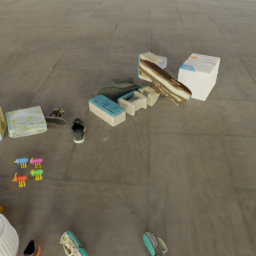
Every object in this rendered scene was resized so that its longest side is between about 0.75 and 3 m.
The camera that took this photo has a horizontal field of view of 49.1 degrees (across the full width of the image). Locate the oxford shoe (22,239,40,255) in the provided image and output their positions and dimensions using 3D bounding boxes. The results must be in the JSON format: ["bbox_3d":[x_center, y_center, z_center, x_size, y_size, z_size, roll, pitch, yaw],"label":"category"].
[{"bbox_3d":[-2.414,3.211,6.580,0.427,0.435,1.198,0,37,0],"label":"oxford shoe"}]

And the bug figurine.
[{"bbox_3d":[-3.271,1.326,9.186,0.966,0.321,1.246,-9,37,-12],"label":"bug figurine"}]

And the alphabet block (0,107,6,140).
[{"bbox_3d":[-5.264,-0.136,10.615,0.939,0.944,0.961,-5,37,-9],"label":"alphabet block"}]

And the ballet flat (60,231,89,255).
[{"bbox_3d":[-1.281,3.060,6.896,0.389,0.460,1.216,-48,48,-9],"label":"ballet flat"}]

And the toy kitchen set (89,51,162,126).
[{"bbox_3d":[-0.130,-1.837,11.802,2.771,2.220,1.632,-30,47,-34],"label":"toy kitchen set"}]

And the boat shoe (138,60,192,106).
[{"bbox_3d":[1.312,-1.638,10.847,2.438,0.902,0.900,33,31,-14],"label":"boat shoe"}]

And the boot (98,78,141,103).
[{"bbox_3d":[-0.536,-1.849,13.199,2.229,0.755,1.456,-8,32,-23],"label":"boot"}]

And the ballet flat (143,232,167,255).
[{"bbox_3d":[0.801,3.084,6.763,0.475,0.475,1.321,-11,39,-15],"label":"ballet flat"}]

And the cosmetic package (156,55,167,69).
[{"bbox_3d":[1.431,-3.391,15.242,0.816,0.594,1.604,19,42,23],"label":"cosmetic package"}]

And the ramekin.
[{"bbox_3d":[-3.565,2.789,6.819,1.574,0.826,1.574,0,37,0],"label":"ramekin"}]

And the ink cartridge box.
[{"bbox_3d":[3.414,-2.557,13.442,1.428,1.392,2.222,17,41,21],"label":"ink cartridge box"}]

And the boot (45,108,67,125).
[{"bbox_3d":[-2.852,-0.480,11.574,0.976,0.357,0.735,6,38,18],"label":"boot"}]

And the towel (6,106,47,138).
[{"bbox_3d":[-4.103,-0.264,11.261,1.426,0.401,1.666,-13,39,-21],"label":"towel"}]

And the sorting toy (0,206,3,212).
[{"bbox_3d":[-4.619,2.304,7.984,1.917,0.257,1.429,17,36,21],"label":"sorting toy"}]

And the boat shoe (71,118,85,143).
[{"bbox_3d":[-1.945,-0.033,10.864,0.529,0.470,1.417,-3,37,-4],"label":"boat shoe"}]
